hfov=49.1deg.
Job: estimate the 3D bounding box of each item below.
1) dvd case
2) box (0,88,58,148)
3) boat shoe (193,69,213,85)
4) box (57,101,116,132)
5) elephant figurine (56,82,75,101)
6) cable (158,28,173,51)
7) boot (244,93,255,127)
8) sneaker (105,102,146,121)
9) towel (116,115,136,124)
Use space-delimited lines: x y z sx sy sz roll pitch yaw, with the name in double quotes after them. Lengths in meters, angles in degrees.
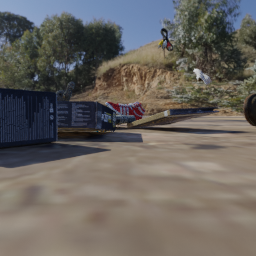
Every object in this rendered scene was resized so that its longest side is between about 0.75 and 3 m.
1.110 -0.251 7.421 1.527 0.164 2.054 -5 -7 -29 "dvd case"
-1.783 -0.138 3.707 1.007 0.726 1.356 2 4 33 "box"
2.585 -1.808 9.967 0.329 0.322 0.929 36 10 -41 "boat shoe"
-1.482 -0.192 5.688 2.224 0.546 1.793 1 -1 9 "box"
-3.149 -1.185 13.062 1.432 1.846 1.306 0 3 -7 "elephant figurine"
1.209 -2.762 8.731 0.497 1.024 0.258 11 -28 -3 "cable"
4.696 -0.554 8.398 2.934 1.096 1.422 0 0 -41 "boot"
-0.043 -0.672 8.957 1.271 0.715 0.453 31 10 -13 "sneaker"
-1.359 -0.280 8.304 2.343 0.420 2.434 -5 4 -39 "towel"
